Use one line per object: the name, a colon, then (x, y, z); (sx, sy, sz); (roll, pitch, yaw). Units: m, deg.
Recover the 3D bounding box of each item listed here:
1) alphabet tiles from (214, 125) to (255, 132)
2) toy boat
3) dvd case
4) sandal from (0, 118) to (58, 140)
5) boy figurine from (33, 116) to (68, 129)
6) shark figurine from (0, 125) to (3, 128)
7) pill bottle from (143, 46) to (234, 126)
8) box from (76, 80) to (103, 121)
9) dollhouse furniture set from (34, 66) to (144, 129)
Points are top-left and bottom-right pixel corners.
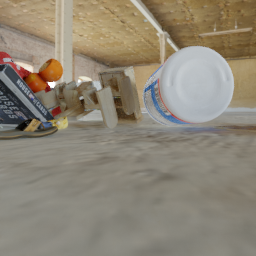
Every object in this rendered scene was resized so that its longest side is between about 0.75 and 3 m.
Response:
alphabet tiles: (3.004, 0.016, 6.683); (1.422, 0.064, 1.701); (-3, 5, -36)
toy boat: (-2.888, -1.469, 8.862); (1.918, 1.915, 2.934); (-38, -23, 10)
dvd case: (-3.685, -0.757, 7.383); (2.874, 0.355, 2.160); (2, -32, 21)
sandal: (-1.738, 0.000, 4.791); (1.204, 0.329, 0.492); (-3, 5, -42)
boy figurine: (-1.820, -0.119, 6.817); (0.612, 0.317, 0.985); (-4, 3, 39)
shark figurine: (-3.650, -0.502, 6.080); (2.860, 1.709, 1.194); (-34, 17, 53)
pill bottle: (1.285, -0.891, 7.234); (1.659, 1.659, 2.957); (0, 0, -7)
box: (-1.341, -1.144, 12.175); (1.912, 1.637, 1.902); (-2, 4, -25)
dollhouse furniture set: (-0.867, -0.600, 8.548); (2.588, 1.833, 2.817); (2, 25, 34)
